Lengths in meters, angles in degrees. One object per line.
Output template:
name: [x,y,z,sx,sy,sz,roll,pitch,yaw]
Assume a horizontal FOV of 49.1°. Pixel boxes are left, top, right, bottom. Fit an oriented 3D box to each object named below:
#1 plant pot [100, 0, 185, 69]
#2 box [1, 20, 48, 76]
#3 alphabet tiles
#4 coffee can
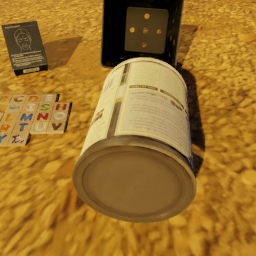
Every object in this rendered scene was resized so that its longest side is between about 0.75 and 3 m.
plant pot: [0.517,-3.388,9.726,2.486,2.492,2.211,7,21,6]
box: [-3.453,-2.671,9.448,1.144,1.541,0.825,-14,0,-17]
alphabet tiles: [-3.028,-0.284,7.756,2.679,0.101,2.239,-1,40,-2]
coffee can: [0.248,0.119,5.707,2.067,2.067,2.825,4,40,5]
